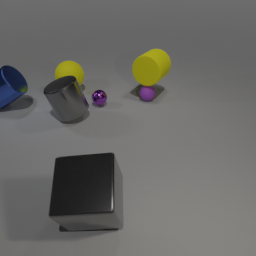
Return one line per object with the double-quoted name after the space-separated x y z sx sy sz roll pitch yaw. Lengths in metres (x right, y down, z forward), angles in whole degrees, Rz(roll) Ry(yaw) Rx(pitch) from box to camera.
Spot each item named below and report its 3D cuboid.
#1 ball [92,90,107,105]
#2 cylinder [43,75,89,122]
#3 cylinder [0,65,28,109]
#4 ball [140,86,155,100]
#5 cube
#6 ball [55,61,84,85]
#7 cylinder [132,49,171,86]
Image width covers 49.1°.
-1.289 -1.375 12.600 0.700 0.700 0.700 0 31 0 "ball"
-2.493 -1.198 11.409 1.400 1.400 1.400 -16 33 10 "cylinder"
-5.333 -1.750 12.079 1.400 1.400 1.400 -30 26 18 "cylinder"
0.907 -1.642 13.093 0.700 0.700 0.700 0 31 0 "ball"
-0.899 1.544 6.640 1.400 1.400 1.400 -5 58 5 "cube"
-2.861 -2.580 13.724 1.400 1.400 1.400 0 31 0 "ball"
1.103 -2.808 12.915 1.400 1.400 1.400 15 32 23 "cylinder"
